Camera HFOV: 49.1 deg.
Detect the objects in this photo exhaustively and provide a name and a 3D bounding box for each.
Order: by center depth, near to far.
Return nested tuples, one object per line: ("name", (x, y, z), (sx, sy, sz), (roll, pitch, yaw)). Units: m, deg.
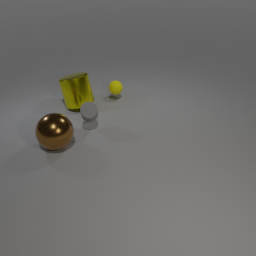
("ball", (-2.744, 0.135, 10.491), (1.400, 1.400, 1.400), (0, 32, 0))
("cylinder", (-1.587, -0.647, 11.491), (0.700, 0.700, 0.700), (-3, -11, -6))
("cylinder", (-2.434, -1.791, 13.325), (1.400, 1.400, 1.400), (-11, 23, 4))
("ball", (-0.619, -2.034, 14.115), (0.700, 0.700, 0.700), (0, 32, 0))
